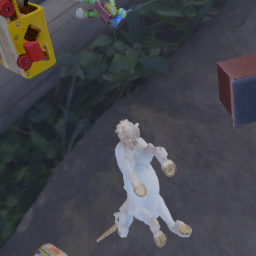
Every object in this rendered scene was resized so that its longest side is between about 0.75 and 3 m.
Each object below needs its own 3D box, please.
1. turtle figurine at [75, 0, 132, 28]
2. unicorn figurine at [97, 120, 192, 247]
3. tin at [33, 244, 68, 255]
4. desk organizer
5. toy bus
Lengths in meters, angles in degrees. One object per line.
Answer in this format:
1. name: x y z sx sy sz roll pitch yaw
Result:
1. turtle figurine: -0.697 -3.636 8.257 1.531 1.136 1.579 11 79 8
2. unicorn figurine: 0.209 1.181 4.955 1.056 1.963 2.858 -3 102 -21
3. tin: -1.483 2.595 5.444 0.906 0.190 0.507 10 50 39
4. desk organizer: 3.500 -1.078 5.848 2.983 1.070 1.149 -13 31 6
5. toy bus: -2.651 -2.563 6.777 1.333 2.580 2.434 -42 101 -34
